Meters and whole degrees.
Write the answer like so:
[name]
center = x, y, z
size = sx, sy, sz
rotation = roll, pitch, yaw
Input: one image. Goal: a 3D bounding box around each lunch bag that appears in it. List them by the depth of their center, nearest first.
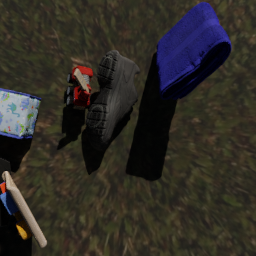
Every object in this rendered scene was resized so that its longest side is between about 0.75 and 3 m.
[lunch bag]
center = -3.021, -0.390, 7.068
size = 1.328, 0.846, 1.129
rotation = 12, 89, 6

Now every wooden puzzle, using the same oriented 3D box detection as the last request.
[wooden puzzle]
center = -2.347, 1.747, 6.013
size = 0.362, 1.564, 1.448
rotation = -28, 106, -25

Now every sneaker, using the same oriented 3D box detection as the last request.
[sneaker]
center = -0.292, -0.603, 7.069
size = 1.133, 0.948, 2.497
rotation = 12, 97, -39

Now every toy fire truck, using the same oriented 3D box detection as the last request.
[toy fire truck]
center = -1.148, -1.135, 6.853
size = 0.753, 1.171, 1.030
rotation = 9, 64, -28

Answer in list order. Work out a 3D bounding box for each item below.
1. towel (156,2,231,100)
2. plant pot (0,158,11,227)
[towel]
center = 1.427, -1.800, 6.489
size = 0.595, 2.402, 1.774
rotation = 35, 125, -26
[plant pot]
center = -3.729, 1.350, 6.509
size = 1.781, 1.777, 1.580
rotation = 12, 75, 2
